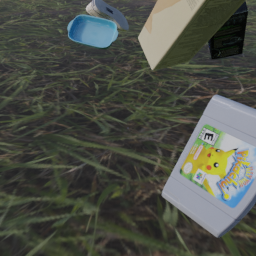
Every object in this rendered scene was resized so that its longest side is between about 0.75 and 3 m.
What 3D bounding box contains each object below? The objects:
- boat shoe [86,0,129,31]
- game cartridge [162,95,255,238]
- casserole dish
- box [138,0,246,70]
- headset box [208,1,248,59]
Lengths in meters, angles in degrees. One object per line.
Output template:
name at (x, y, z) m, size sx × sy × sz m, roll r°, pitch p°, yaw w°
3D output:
boat shoe at (-0.805, -4.412, 11.253) m, size 0.656 × 0.718 × 1.996 m, roll -14°, pitch -17°, yaw 40°
game cartridge at (1.302, 0.510, 3.844) m, size 1.162 × 1.743 × 0.353 m, roll 30°, pitch 7°, yaw 36°
casserole dish at (-1.190, -3.263, 9.647) m, size 1.803 × 0.350 × 1.092 m, roll 16°, pitch 77°, yaw 11°
box at (1.425, -2.652, 6.694) m, size 1.368 × 2.882 × 1.120 m, roll -18°, pitch 79°, yaw -23°
headset box at (2.695, -3.322, 7.978) m, size 0.956 × 2.061 × 1.794 m, roll -9°, pitch 70°, yaw 15°
